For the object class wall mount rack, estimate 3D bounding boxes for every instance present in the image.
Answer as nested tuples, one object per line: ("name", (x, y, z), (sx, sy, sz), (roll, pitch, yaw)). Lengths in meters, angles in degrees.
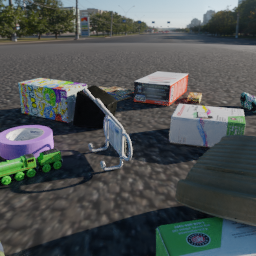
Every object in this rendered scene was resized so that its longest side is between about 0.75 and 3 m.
("wall mount rack", (-0.555, -0.015, 6.646), (0.734, 1.711, 1.969), (-7, 21, -21))

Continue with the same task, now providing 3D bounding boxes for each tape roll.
("tape roll", (-2.722, 0.363, 7.487), (1.390, 0.456, 1.390), (1, 21, 0))

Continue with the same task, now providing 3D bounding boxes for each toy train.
("toy train", (-2.274, 0.840, 6.166), (1.740, 0.491, 0.363), (-14, 25, -34))

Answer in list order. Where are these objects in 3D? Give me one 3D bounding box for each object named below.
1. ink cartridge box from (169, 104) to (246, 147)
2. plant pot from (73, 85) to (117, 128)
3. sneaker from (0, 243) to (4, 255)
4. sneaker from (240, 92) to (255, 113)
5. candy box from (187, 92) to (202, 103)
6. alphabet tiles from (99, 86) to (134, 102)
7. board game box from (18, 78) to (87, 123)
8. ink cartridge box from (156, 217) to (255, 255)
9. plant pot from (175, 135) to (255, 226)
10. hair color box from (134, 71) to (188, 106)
("ink cartridge box", (2.282, -0.077, 8.111), (1.949, 0.819, 1.412), (7, 22, 17))
("plant pot", (-1.016, -0.631, 9.278), (1.045, 1.178, 1.175), (18, 25, 16))
("sneaker", (-1.825, 1.613, 3.102), (0.897, 1.201, 2.676), (-15, 25, -34))
("sneaker", (5.144, -0.988, 11.022), (1.019, 0.566, 1.457), (-1, 30, -7))
("candy box", (2.915, -1.331, 12.249), (0.517, 0.248, 0.895), (7, 22, 18))
("alphabet tiles", (-1.130, -1.561, 13.062), (2.504, 0.113, 2.995), (17, 27, 39))
("board game box", (-2.733, -1.080, 10.281), (2.272, 1.170, 1.192), (11, 23, 27))
("ink cartridge box", (1.373, 1.912, 2.595), (1.698, 0.978, 2.327), (-5, 21, -9))
("plant pot", (1.999, 0.738, 4.231), (2.427, 1.120, 2.427), (8, -6, 1))
("hair color box", (1.567, -1.871, 12.726), (1.630, 0.940, 2.940), (10, 21, 23))
